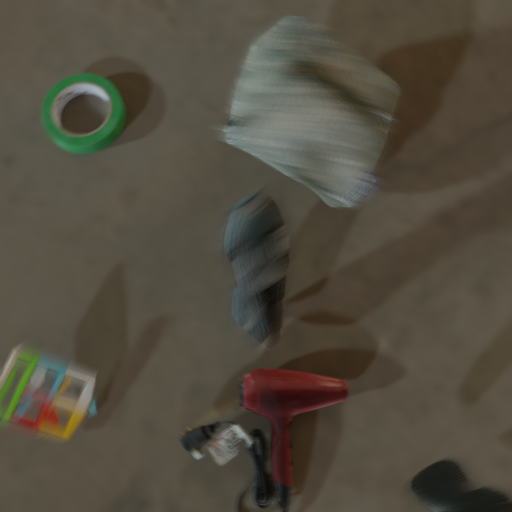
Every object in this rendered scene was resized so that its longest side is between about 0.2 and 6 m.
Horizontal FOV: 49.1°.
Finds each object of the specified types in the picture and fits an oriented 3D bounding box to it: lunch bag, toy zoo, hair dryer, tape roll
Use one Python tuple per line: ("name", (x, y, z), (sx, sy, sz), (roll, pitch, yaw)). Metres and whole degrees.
("lunch bag", (0.776, -1.949, 8.108), (2.249, 1.567, 1.886), (27, 75, -25))
("toy zoo", (-2.927, 2.000, 7.907), (1.404, 0.144, 0.921), (28, 83, -24))
("hair dryer", (0.305, 2.500, 8.036), (2.413, 0.656, 1.838), (-40, 95, -3))
("tape roll", (-2.835, -2.342, 9.223), (1.300, 0.312, 1.300), (0, 76, -1))

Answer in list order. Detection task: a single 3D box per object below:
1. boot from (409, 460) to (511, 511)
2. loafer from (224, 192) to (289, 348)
("boot", (2.637, 3.279, 6.546), (0.692, 2.044, 1.335), (-32, 91, -10))
("loafer", (0.135, 0.274, 7.426), (0.874, 2.432, 0.765), (-22, 49, -20))
